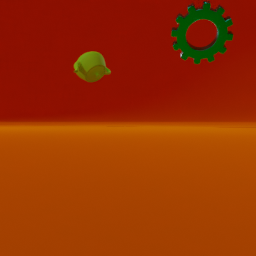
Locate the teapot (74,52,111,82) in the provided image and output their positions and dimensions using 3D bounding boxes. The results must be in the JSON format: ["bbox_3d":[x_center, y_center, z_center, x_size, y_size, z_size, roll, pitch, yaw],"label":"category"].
[{"bbox_3d":[-1.480,-2.371,11.204,2.048,1.003,1.273,-6,-37,-48],"label":"teapot"}]

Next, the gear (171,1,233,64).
[{"bbox_3d":[2.472,-3.170,9.425,1.984,1.984,0.367,0,36,10],"label":"gear"}]
